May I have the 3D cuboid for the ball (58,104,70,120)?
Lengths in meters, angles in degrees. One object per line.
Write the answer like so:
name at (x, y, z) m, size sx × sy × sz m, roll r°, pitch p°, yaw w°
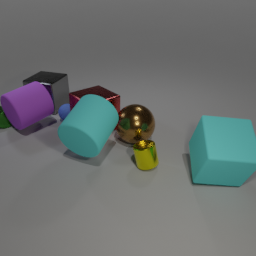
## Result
ball at (-2.440, -0.622, 11.268) m, size 0.700 × 0.700 × 0.700 m, roll 0°, pitch 30°, yaw 0°

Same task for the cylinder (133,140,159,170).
cylinder at (0.557, 0.826, 8.680) m, size 0.700 × 0.700 × 0.700 m, roll -12°, pitch 21°, yaw 5°

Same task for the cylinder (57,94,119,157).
cylinder at (-1.188, -0.065, 8.553) m, size 1.400 × 1.400 × 1.400 m, roll 12°, pitch 50°, yaw 21°

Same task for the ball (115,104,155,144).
ball at (0.254, -0.137, 9.800) m, size 1.400 × 1.400 × 1.400 m, roll 0°, pitch 30°, yaw 0°

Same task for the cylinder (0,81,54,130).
cylinder at (-3.759, -0.849, 10.492) m, size 1.400 × 1.400 × 1.400 m, roll 25°, pitch 45°, yaw 37°

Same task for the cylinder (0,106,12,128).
cylinder at (-4.936, -0.433, 11.038) m, size 0.700 × 0.700 × 0.700 m, roll -22°, pitch 36°, yaw -33°

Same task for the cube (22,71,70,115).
cube at (-3.535, -1.582, 12.347) m, size 1.400 × 1.400 × 1.400 m, roll 9°, pitch 31°, yaw 16°

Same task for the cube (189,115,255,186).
cube at (2.607, 0.657, 7.793) m, size 1.400 × 1.400 × 1.400 m, roll 5°, pitch 53°, yaw -3°

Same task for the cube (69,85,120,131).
cube at (-1.253, -0.646, 10.654) m, size 1.400 × 1.400 × 1.400 m, roll -22°, pitch 37°, yaw -35°
